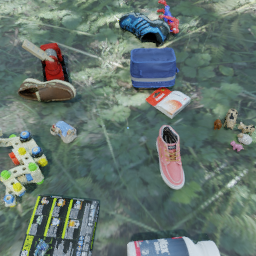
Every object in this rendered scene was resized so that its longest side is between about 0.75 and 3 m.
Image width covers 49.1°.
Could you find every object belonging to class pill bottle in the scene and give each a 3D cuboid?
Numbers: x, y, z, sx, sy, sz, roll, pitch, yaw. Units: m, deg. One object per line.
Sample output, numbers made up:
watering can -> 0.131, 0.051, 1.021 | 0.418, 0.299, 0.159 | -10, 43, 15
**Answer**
pill bottle -> 1.172, 3.594, 7.314 | 2.281, 1.364, 1.364 | -4, 54, -4

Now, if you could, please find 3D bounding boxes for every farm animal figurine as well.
farm animal figurine -> 3.982, -0.014, 10.298 | 1.195, 0.744, 1.480 | -28, 59, -19

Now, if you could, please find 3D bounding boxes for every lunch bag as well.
lunch bag -> 1.112, -2.452, 11.708 | 2.061, 1.363, 1.400 | 0, 39, 2

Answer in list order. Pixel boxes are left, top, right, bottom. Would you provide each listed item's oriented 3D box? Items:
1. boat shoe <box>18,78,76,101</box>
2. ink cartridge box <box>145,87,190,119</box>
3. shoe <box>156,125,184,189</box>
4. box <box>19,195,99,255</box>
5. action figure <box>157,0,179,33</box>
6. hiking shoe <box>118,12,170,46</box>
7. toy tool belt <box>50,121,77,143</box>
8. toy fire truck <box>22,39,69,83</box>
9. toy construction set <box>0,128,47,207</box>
boat shoe -> -3.257, -1.354, 11.103 | 2.461, 0.909, 0.911 | 6, 41, 22
ink cartridge box -> 1.614, -1.177, 11.391 | 1.450, 0.363, 1.176 | 39, 62, 22
shoe -> 1.430, 0.942, 9.474 | 0.751, 0.956, 2.102 | -8, 54, -6
box -> -1.968, 3.071, 8.248 | 1.949, 0.479, 2.018 | 3, 55, 5
action figure -> 1.780, -5.546, 14.296 | 1.221, 0.805, 2.467 | -13, 53, -13
hiking shoe -> 0.646, -4.830, 13.641 | 2.699, 1.004, 1.170 | 18, 65, 19
toy tool belt -> -2.418, 0.027, 10.318 | 1.080, 0.664, 0.674 | 30, 59, 20
toy fire truck -> -3.349, -2.899, 11.505 | 1.393, 2.166, 1.906 | -12, 55, -9
toy construction set -> -3.789, 1.035, 9.322 | 1.822, 1.280, 2.779 | -32, 71, -21
